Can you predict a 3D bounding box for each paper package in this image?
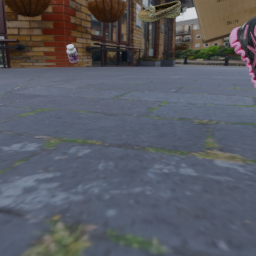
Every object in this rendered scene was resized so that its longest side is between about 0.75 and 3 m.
[{"bbox_3d":[2.431,-2.987,6.989,1.452,1.384,0.751,-15,12,14],"label":"paper package"}]

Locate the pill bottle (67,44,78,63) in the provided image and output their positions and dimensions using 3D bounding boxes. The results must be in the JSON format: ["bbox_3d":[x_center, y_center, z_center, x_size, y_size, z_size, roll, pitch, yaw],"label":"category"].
[{"bbox_3d":[-2.692,-3.594,13.504,0.459,0.817,0.459,-3,50,4],"label":"pill bottle"}]

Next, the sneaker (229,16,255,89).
[{"bbox_3d":[3.011,-1.486,5.888,0.800,2.026,0.966,-26,-9,-27],"label":"sneaker"}]

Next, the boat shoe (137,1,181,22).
[{"bbox_3d":[1.020,-3.950,9.405,1.501,0.471,0.550,-11,55,-2],"label":"boat shoe"}]
